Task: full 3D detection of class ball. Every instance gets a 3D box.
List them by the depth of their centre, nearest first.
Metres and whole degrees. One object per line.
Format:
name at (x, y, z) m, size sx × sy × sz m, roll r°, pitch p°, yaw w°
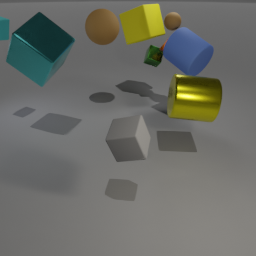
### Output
ball at (1.814, -4.325, 11.372) m, size 0.700 × 0.700 × 0.700 m, roll 0°, pitch 28°, yaw 0°
ball at (-1.047, -4.109, 11.416) m, size 1.400 × 1.400 × 1.400 m, roll 0°, pitch 28°, yaw 0°

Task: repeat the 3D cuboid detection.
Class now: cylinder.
cylinder at (2.054, -0.938, 8.862) m, size 1.400 × 1.400 × 1.400 m, roll 6°, pitch 28°, yaw -1°
cylinder at (2.335, -2.944, 10.913) m, size 1.400 × 1.400 × 1.400 m, roll -24°, pitch 59°, yaw -37°

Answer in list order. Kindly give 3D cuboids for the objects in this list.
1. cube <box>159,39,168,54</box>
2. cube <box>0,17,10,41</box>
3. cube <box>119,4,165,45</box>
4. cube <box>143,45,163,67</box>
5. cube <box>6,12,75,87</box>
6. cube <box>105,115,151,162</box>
cube at (1.939, -3.398, 12.177) m, size 0.700 × 0.700 × 0.700 m, roll -50°, pitch 34°, yaw -1°
cube at (-4.553, -3.411, 9.506) m, size 0.700 × 0.700 × 0.700 m, roll 22°, pitch 27°, yaw 18°
cube at (0.681, -4.812, 13.019) m, size 1.400 × 1.400 × 1.400 m, roll -4°, pitch 18°, yaw 39°
cube at (1.221, -3.410, 13.319) m, size 0.700 × 0.700 × 0.700 m, roll 16°, pitch -9°, yaw -10°
cube at (-2.802, -2.488, 8.982) m, size 1.400 × 1.400 × 1.400 m, roll 36°, pitch 53°, yaw -11°
cube at (0.023, 0.234, 6.095) m, size 0.700 × 0.700 × 0.700 m, roll -8°, pitch 38°, yaw 22°
